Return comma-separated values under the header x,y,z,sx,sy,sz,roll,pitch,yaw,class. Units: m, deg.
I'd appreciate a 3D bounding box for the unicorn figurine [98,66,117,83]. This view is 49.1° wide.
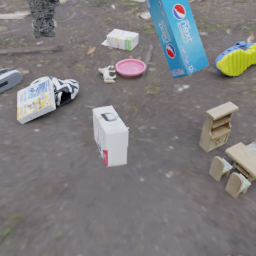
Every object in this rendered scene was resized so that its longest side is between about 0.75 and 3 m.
x,y,z,sx,sy,sz,roll,pitch,yaw,class
-0.762,-2.013,10.249,0.637,0.343,0.928,-11,47,3,unicorn figurine

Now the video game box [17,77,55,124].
x,y,z,sx,sy,sz,roll,pitch,yaw,class
-2.837,-0.860,8.608,1.152,0.296,1.265,-25,51,9,video game box

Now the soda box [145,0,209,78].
x,y,z,sx,sy,sz,roll,pitch,yaw,class
1.122,-2.204,6.425,0.673,1.983,0.636,-27,13,-20,soda box

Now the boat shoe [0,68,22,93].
x,y,z,sx,sy,sz,roll,pitch,yaw,class
-4.600,-1.562,9.455,0.673,0.728,1.971,29,49,24,boat shoe

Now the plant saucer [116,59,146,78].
x,y,z,sx,sy,sz,roll,pitch,yaw,class
0.103,-2.214,10.534,1.134,0.287,1.134,0,41,0,plant saucer

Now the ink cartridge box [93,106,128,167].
x,y,z,sx,sy,sz,roll,pitch,yaw,class
-0.362,0.144,5.559,0.454,0.783,1.061,-10,31,-17,ink cartridge box

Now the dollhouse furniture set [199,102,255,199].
x,y,z,sx,sy,sz,roll,pitch,yaw,class
2.720,0.425,6.861,1.618,1.226,1.846,-22,46,-22,dollhouse furniture set

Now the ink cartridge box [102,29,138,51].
x,y,z,sx,sy,sz,roll,pitch,yaw,class
-0.369,-3.893,12.258,1.456,0.490,0.853,17,44,18,ink cartridge box

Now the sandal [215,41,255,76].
x,y,z,sx,sy,sz,roll,pitch,yaw,class
4.100,-2.693,10.659,2.568,1.021,1.118,-23,37,-32,sandal

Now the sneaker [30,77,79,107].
x,y,z,sx,sy,sz,roll,pitch,yaw,class
-2.423,-1.147,9.056,1.602,0.639,1.043,6,32,-9,sneaker

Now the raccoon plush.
x,y,z,sx,sy,sz,roll,pitch,yaw,class
-2.645,-3.414,7.991,0.924,1.909,1.279,-2,83,15,raccoon plush
